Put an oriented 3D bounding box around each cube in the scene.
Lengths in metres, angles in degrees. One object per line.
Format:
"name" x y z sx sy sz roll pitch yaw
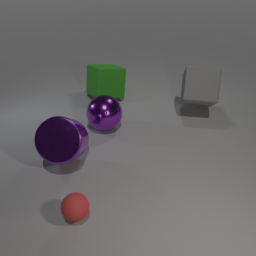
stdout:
"cube" -1.062 -2.235 13.328 1.400 1.400 1.400 -8 23 -31
"cube" 3.027 -1.728 11.837 1.400 1.400 1.400 6 -1 5

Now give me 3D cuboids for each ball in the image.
"ball" -0.914 -0.577 10.852 1.400 1.400 1.400 0 31 0
"ball" -1.303 1.946 6.908 0.700 0.700 0.700 0 31 0

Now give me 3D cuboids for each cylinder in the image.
"cylinder" -2.029 0.365 8.802 1.400 1.400 1.400 0 -1 1
